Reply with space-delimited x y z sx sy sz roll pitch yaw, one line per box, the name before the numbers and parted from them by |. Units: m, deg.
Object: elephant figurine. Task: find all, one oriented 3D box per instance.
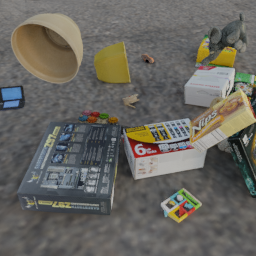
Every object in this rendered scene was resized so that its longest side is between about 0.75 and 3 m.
elephant figurine | 2.009 -1.877 6.023 0.976 0.690 0.757 5 51 51

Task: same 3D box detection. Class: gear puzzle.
gear puzzle | -1.067 -0.375 10.217 1.462 0.191 0.757 10 39 12

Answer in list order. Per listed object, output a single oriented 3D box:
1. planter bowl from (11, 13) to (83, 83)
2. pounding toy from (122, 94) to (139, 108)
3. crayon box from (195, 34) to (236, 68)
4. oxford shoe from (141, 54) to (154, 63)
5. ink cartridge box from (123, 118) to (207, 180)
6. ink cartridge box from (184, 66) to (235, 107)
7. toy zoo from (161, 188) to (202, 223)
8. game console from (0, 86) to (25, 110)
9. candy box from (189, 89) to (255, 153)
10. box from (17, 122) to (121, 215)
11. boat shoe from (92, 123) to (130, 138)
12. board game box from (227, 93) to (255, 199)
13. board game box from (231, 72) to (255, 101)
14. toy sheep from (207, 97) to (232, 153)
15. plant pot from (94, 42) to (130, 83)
planter bowl | -2.341 -2.697 8.871 2.140 2.140 1.440 9 51 11
pounding toy | 0.090 -1.004 11.016 0.475 0.476 0.830 -3 17 44
crayon box | 4.573 -3.902 14.302 1.782 0.731 2.834 13 40 16
oxford shoe | 0.914 -3.499 14.157 0.300 0.294 0.823 -32 48 -28
ink cartridge box | 0.994 0.445 8.591 2.142 0.898 1.880 -9 38 -10
ink cartridge box | 3.273 -1.683 11.238 1.468 0.834 2.015 13 40 28
toy zoo | 1.319 2.014 7.229 1.003 0.103 0.658 -26 45 -29
game console | -4.583 -1.174 10.931 0.984 0.582 0.840 -8 38 -8
candy box | 1.584 -0.112 4.845 0.308 1.113 0.642 39 35 -20
box | -1.436 0.975 7.864 2.291 0.741 2.906 3 38 2
boat shoe | -0.547 0.056 9.485 1.457 0.413 0.500 0 38 -1
board game box | 3.786 0.358 8.011 0.398 1.910 2.824 -12 22 45
board game box | 5.073 -1.809 12.042 1.057 0.237 2.018 13 40 20
toy sheep | 3.233 -0.005 8.782 1.553 1.553 2.252 -14 65 -17
plant pot | -0.736 -2.819 12.486 1.440 1.407 1.398 -10 38 4
